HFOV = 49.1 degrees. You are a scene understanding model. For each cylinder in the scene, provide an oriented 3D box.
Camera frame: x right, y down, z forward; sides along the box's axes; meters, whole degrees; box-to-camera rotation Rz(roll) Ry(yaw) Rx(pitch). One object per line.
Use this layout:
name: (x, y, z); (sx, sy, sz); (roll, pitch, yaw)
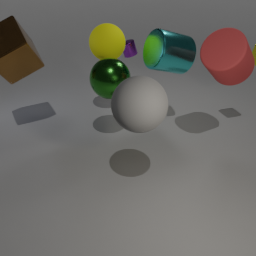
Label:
cylinder: (3.188, -2.232, 8.942); (1.400, 1.400, 1.400); (23, 2, 34)
cylinder: (1.472, -2.726, 10.079); (1.400, 1.400, 1.400); (3, 26, -28)
cylinder: (0.059, -4.012, 14.139); (0.700, 0.700, 0.700); (-14, 32, 9)

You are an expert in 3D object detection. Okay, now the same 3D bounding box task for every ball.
ball: (-0.798, -3.287, 10.784); (1.400, 1.400, 1.400); (0, 30, 0)
ball: (0.281, -0.576, 6.881); (1.400, 1.400, 1.400); (0, 30, 0)
ball: (-0.607, -1.681, 9.536); (1.400, 1.400, 1.400); (0, 30, 0)

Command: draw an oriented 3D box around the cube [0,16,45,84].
cube: (-4.019, -2.659, 9.696); (1.400, 1.400, 1.400); (-30, 69, -2)

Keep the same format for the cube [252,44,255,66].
cube: (4.861, -2.563, 9.848); (0.700, 0.700, 0.700); (-18, 64, 0)
